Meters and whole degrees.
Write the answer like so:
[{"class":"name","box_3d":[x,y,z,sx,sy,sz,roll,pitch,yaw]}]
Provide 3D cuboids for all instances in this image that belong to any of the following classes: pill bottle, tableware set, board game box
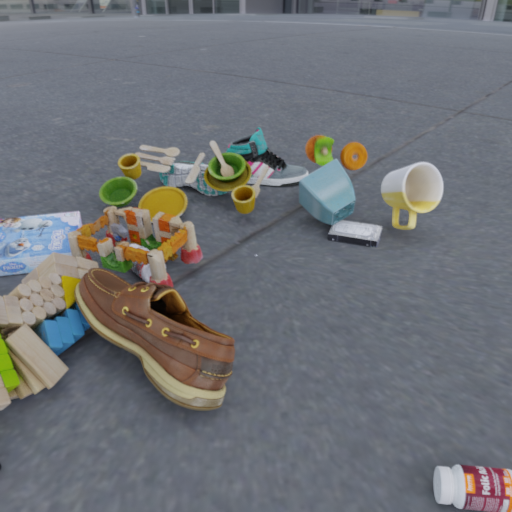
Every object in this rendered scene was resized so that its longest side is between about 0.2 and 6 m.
[{"class":"pill bottle","box_3d":[-2.172,0.127,10.753,0.516,0.516,0.891,-22,36,-33]},{"class":"pill bottle","box_3d":[2.498,2.655,6.411,0.835,0.477,0.477,3,30,5]},{"class":"tableware set","box_3d":[-1.694,-1.747,13.124,3.693,0.567,2.488,13,55,14]},{"class":"board game box","box_3d":[-4.600,-0.276,11.543,1.880,0.410,1.889,-6,31,-13]}]

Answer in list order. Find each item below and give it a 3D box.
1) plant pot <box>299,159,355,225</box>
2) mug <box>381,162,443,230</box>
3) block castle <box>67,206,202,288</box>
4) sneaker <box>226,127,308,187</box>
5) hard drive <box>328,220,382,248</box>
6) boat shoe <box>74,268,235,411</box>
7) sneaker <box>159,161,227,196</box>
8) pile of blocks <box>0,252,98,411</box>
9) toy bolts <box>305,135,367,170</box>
[{"class":"plant pot","box_3d":[1.615,-1.274,12.191,0.992,0.989,1.010,-31,67,-10]},{"class":"mug","box_3d":[3.131,-1.330,11.874,1.286,1.030,1.055,-53,22,-11]},{"class":"block castle","box_3d":[-2.280,-0.070,10.615,2.235,1.048,1.493,12,36,24]},{"class":"sneaker","box_3d":[0.241,-2.629,14.647,2.286,1.380,0.956,3,30,6]},{"class":"hard drive","box_3d":[2.153,-0.494,12.147,1.069,0.202,0.747,11,32,17]},{"class":"boat shoe","box_3d":[-1.496,0.926,8.349,3.301,1.115,1.188,32,12,36]},{"class":"sneaker","box_3d":[-1.426,-2.120,14.431,2.085,0.809,0.951,16,29,23]},{"class":"pile of blocks","box_3d":[-3.619,1.309,8.367,1.243,1.642,3.999,-36,7,25]},{"class":"toy bolts","box_3d":[1.817,-2.110,13.305,1.385,1.450,1.006,0,16,-10]}]
